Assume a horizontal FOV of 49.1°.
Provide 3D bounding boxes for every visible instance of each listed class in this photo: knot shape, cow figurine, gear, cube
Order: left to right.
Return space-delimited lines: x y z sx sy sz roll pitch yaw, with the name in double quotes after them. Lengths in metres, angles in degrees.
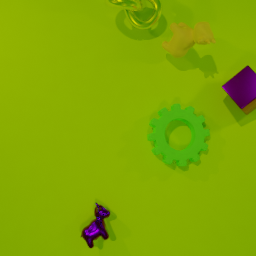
-0.904 2.665 7.773 1.018 0.559 1.001 -26 90 -16 "cow figurine"
0.078 -3.719 8.195 1.591 0.786 1.700 -20 81 -32 "knot shape"
1.469 0.203 8.149 1.774 0.328 1.774 1 83 -9 "gear"
1.706 -2.434 7.848 0.729 1.329 1.307 -21 60 -41 "cow figurine"
3.362 -1.042 7.897 0.891 0.891 0.891 -41 63 20 "cube"
